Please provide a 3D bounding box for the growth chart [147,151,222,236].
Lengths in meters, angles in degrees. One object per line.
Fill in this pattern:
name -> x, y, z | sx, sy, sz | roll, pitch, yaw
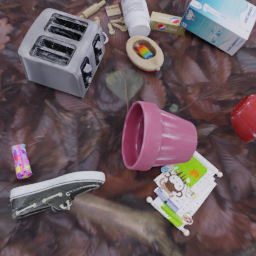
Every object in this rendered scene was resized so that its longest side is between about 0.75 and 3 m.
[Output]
growth chart -> 1.734, 1.774, 8.761 | 1.805, 0.221, 2.494 | 34, 68, 18

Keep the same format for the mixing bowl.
mixing bowl -> 3.762, -0.418, 8.591 | 0.881, 1.626, 1.626 | 41, 70, 4

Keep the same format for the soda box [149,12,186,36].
soda box -> 1.675, -4.347, 11.671 | 1.537, 0.492, 0.521 | 15, 65, 7

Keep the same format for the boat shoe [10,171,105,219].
boat shoe -> -2.019, 2.008, 8.264 | 2.859, 1.011, 0.910 | -15, 64, 1

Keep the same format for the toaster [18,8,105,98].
toaster -> -2.379, -2.726, 10.123 | 2.702, 1.603, 2.443 | 19, 64, 3

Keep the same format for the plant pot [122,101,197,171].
plant pot -> 0.970, 0.324, 8.488 | 1.826, 2.041, 2.041 | 8, 62, -17

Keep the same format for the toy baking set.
toy baking set -> -1.174, -4.425, 11.810 | 2.622, 0.305, 2.012 | -38, 69, -17

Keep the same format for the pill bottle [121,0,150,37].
pill bottle -> 0.333, -4.624, 11.498 | 1.025, 1.025, 1.808 | -8, 68, -4

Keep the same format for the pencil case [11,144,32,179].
pencil case -> -3.401, 1.068, 8.964 | 0.508, 0.508, 1.150 | -21, 65, -10

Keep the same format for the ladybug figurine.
ladybug figurine -> 0.643, -2.783, 10.792 | 1.230, 0.652, 1.811 | -27, 67, -13

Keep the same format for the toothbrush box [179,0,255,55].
toothbrush box -> 3.620, -4.396, 11.093 | 2.534, 1.081, 1.855 | 29, 66, 0
